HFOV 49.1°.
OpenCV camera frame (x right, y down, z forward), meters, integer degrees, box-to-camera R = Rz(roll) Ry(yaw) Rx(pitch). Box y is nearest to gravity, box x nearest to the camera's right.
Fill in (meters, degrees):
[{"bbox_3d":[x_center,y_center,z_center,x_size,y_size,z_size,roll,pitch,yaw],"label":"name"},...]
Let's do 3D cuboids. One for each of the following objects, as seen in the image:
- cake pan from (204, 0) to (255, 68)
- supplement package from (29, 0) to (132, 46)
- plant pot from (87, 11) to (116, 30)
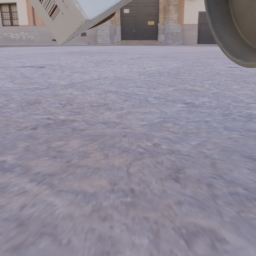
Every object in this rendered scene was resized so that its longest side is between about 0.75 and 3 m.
[{"bbox_3d":[1.519,-1.746,3.329,0.368,2.009,2.009,-14,21,-8],"label":"cake pan"},{"bbox_3d":[-0.165,-1.948,2.973,1.944,1.136,1.140,-41,19,-18],"label":"supplement package"},{"bbox_3d":[-1.091,-3.134,6.211,1.922,1.676,1.922,-22,11,4],"label":"plant pot"}]
